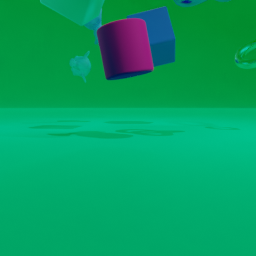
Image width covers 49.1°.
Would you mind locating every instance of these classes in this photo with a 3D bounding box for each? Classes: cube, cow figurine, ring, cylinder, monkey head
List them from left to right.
[{"bbox_3d":[-1.264,-3.541,7.058,1.215,1.215,1.215,29,36,-2],"label":"cube"},{"bbox_3d":[-1.896,-2.496,11.187,0.782,1.297,0.933,7,0,4],"label":"monkey head"},{"bbox_3d":[-1.331,-3.838,10.288,1.465,1.442,0.804,10,-20,-27],"label":"cow figurine"},{"bbox_3d":[-0.051,-1.501,5.480,0.966,0.966,0.966,-11,6,1],"label":"cylinder"},{"bbox_3d":[0.832,-3.105,9.851,1.396,1.396,1.396,-12,-20,5],"label":"cube"},{"bbox_3d":[3.398,-1.991,7.378,1.173,0.235,1.173,-28,32,19],"label":"ring"}]

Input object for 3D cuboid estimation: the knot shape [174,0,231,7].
[{"bbox_3d":[1.405,-3.162,5.534,1.779,1.665,0.822,-39,-17,-26],"label":"knot shape"}]
